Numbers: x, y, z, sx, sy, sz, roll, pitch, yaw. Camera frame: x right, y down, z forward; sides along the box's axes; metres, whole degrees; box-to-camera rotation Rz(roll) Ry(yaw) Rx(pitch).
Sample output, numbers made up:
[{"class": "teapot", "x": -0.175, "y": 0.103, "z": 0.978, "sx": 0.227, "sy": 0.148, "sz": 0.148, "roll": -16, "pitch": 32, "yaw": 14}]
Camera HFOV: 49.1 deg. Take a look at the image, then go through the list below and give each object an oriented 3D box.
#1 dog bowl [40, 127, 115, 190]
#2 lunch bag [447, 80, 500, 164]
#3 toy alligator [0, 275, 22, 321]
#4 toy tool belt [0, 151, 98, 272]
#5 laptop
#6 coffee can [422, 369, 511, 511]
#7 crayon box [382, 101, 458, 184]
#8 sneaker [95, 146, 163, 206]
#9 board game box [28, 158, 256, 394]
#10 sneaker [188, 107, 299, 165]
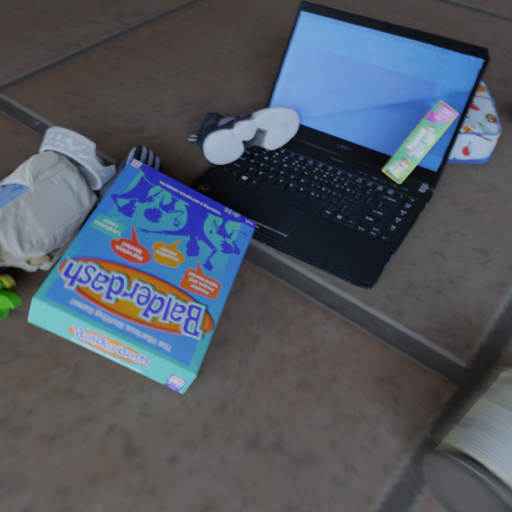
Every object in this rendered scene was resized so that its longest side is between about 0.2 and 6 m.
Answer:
[{"class": "dog bowl", "x": -2.947, "y": -1.545, "z": 9.174, "sx": 1.252, "sy": 1.252, "sz": 0.367, "roll": 19, "pitch": 68, "yaw": 17}, {"class": "lunch bag", "x": 3.799, "y": -2.845, "z": 11.394, "sx": 1.870, "sy": 0.882, "sz": 2.334, "roll": 1, "pitch": 47, "yaw": 4}, {"class": "toy alligator", "x": -4.366, "y": 0.477, "z": 8.423, "sx": 2.281, "sy": 0.619, "sz": 0.676, "roll": 22, "pitch": 30, "yaw": 21}, {"class": "toy tool belt", "x": -3.983, "y": -0.433, "z": 8.838, "sx": 1.706, "sy": 1.734, "sz": 2.777, "roll": -6, "pitch": 33, "yaw": 40}, {"class": "laptop", "x": 1.310, "y": -2.202, "z": 9.828, "sx": 3.861, "sy": 2.250, "sz": 4.356, "roll": 25, "pitch": 51, "yaw": 23}, {"class": "coffee can", "x": 2.856, "y": 2.220, "z": 6.359, "sx": 1.609, "sy": 1.178, "sz": 1.178, "roll": -34, "pitch": 55, "yaw": -28}, {"class": "crayon box", "x": 2.757, "y": -1.906, "z": 9.528, "sx": 0.411, "sy": 1.410, "sz": 1.216, "roll": 40, "pitch": 16, "yaw": 7}, {"class": "sneaker", "x": -2.349, "y": -0.683, "z": 9.574, "sx": 1.106, "sy": 0.940, "sz": 2.526, "roll": -17, "pitch": 48, "yaw": 34}, {"class": "board game box", "x": -1.466, "y": 0.158, "z": 8.122, "sx": 2.265, "sy": 0.670, "sz": 2.978, "roll": 27, "pitch": 49, "yaw": -8}, {"class": "sneaker", "x": -0.279, "y": -2.501, "z": 10.913, "sx": 2.130, "sy": 0.804, "sz": 1.212, "roll": -25, "pitch": 38, "yaw": -23}]
